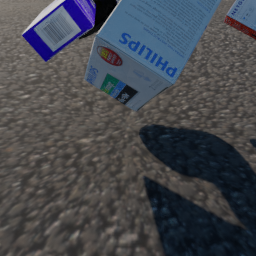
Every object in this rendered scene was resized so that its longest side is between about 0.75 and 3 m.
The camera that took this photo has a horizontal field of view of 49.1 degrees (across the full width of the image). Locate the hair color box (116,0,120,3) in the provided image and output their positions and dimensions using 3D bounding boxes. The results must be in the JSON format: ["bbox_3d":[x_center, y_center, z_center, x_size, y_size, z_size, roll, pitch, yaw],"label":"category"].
[{"bbox_3d":[-0.363,-4.731,8.355,0.524,0.855,1.728,-16,76,16],"label":"hair color box"}]

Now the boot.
[{"bbox_3d":[-1.416,-4.601,10.278,0.925,1.837,2.457,4,48,54],"label":"boot"}]

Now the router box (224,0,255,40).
[{"bbox_3d":[4.226,-3.585,8.032,1.949,2.172,0.530,33,4,10],"label":"router box"}]

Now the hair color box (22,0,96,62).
[{"bbox_3d":[-1.830,-3.176,8.076,1.636,0.970,2.993,-31,32,15],"label":"hair color box"}]

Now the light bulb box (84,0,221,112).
[{"bbox_3d":[0.495,-2.158,6.563,1.731,2.749,2.774,32,77,-7],"label":"light bulb box"}]
